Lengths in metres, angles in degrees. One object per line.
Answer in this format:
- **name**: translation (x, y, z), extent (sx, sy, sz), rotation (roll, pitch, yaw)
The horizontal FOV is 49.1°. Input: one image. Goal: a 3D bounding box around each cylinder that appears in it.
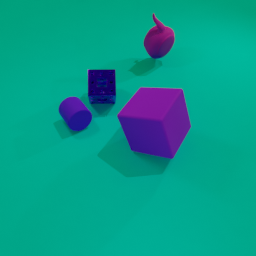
- **cylinder**: translation (-1.659, -0.451, 8.810), extent (0.809, 0.809, 0.809), rotation (-25, 49, -21)

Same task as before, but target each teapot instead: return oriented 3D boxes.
- **teapot**: translation (1.121, -3.389, 10.690), extent (1.279, 2.058, 1.007), rotation (-41, 68, -18)

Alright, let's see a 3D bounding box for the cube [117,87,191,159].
- **cube**: translation (0.784, -0.188, 7.888), extent (1.390, 1.390, 1.390), rotation (8, 45, 35)

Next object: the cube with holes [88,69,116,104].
- **cube with holes**: translation (-0.866, -1.366, 9.378), extent (0.896, 0.896, 0.896), rotation (-1, 78, -4)
